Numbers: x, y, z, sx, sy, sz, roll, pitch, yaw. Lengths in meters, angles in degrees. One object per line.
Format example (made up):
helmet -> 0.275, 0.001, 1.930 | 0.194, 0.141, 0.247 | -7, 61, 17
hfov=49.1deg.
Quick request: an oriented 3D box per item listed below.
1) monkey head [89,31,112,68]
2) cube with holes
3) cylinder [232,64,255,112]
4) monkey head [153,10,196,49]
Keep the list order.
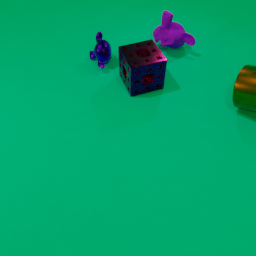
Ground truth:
monkey head -> -0.988, -2.603, 9.617 | 0.890, 0.745, 1.237 | -4, 90, 13
cube with holes -> 0.426, -1.887, 8.814 | 1.135, 1.135, 1.135 | -16, 53, -12
cylinder -> 3.794, -1.052, 7.836 | 1.276, 1.276, 1.276 | 20, 52, 36
monkey head -> 1.561, -3.500, 9.943 | 1.083, 1.294, 1.798 | -20, 46, -30
